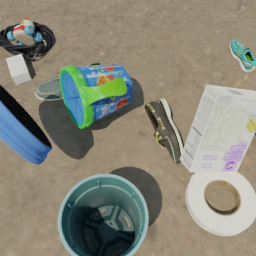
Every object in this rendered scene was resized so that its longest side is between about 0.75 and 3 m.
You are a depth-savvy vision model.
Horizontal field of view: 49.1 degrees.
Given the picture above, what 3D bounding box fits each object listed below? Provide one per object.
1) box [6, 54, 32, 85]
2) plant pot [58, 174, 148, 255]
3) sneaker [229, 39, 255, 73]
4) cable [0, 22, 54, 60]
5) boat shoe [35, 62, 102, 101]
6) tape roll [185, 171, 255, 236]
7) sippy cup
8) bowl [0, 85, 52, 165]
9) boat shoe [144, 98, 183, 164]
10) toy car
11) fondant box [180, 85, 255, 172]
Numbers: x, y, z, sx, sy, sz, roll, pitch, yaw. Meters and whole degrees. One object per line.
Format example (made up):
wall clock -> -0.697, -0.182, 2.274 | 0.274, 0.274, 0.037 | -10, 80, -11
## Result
box -> -4.123, -2.216, 10.585 | 0.616, 0.483, 0.990 | -21, 63, -12
plant pot -> -0.542, 2.469, 7.143 | 2.033, 1.991, 2.033 | 0, 61, 1
sneaker -> 4.534, -2.912, 10.886 | 0.619, 0.636, 1.596 | -17, 62, -9
cable -> -4.226, -3.696, 11.351 | 2.294, 0.583, 1.872 | 22, 63, 12
boat shoe -> -2.096, -1.763, 10.135 | 2.681, 0.828, 0.976 | -16, 62, -9
tape roll -> 2.703, 2.073, 8.197 | 2.055, 0.376, 2.055 | 1, 56, -1
sippy cup -> -0.931, -1.159, 8.861 | 1.862, 1.995, 2.541 | -20, 46, -26
bowl -> -2.876, -0.268, 6.905 | 0.529, 2.694, 2.694 | -41, 68, -8
boat shoe -> 1.171, 0.128, 9.112 | 0.739, 0.875, 2.456 | -13, 56, -4
toy car -> -4.050, -3.941, 11.072 | 1.039, 0.997, 1.127 | -10, 72, 20
fondant box -> 2.634, 0.088, 7.785 | 1.711, 2.371, 0.691 | 3, 29, -22
